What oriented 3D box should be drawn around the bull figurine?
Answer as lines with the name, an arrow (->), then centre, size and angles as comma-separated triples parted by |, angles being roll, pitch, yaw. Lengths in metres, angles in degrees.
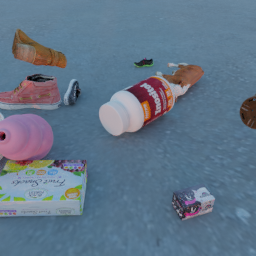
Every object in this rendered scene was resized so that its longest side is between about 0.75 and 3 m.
bull figurine -> 2.030, -1.993, 11.644 | 1.662, 0.892, 2.738 | 26, 41, 33

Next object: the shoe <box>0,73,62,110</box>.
shoe -> -3.837, -1.399, 10.465 | 2.630, 1.196, 0.940 | 2, 34, 4

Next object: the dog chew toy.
dog chew toy -> -2.791, 0.255, 7.288 | 1.358, 1.358, 2.181 | 1, -3, 1

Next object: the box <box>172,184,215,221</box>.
box -> 1.498, 1.697, 6.460 | 0.812, 0.466, 0.537 | -11, 35, -16

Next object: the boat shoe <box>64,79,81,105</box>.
boat shoe -> -2.100, -1.443, 11.138 | 0.524, 0.554, 1.545 | 2, 36, 4

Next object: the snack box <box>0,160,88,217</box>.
snack box -> -2.086, 1.415, 6.812 | 2.055, 0.544, 1.461 | -1, 34, -2

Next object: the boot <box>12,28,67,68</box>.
boot -> -2.839, -2.521, 8.988 | 1.544, 0.763, 1.988 | 7, 24, -30

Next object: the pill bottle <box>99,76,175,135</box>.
pill bottle -> 0.315, -0.728, 9.281 | 1.396, 1.396, 2.471 | 28, 43, 35

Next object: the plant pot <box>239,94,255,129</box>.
plant pot -> 2.519, -0.329, 5.183 | 0.792, 0.800, 0.800 | -16, 35, -43

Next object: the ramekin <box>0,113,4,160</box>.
ramekin -> -4.425, 0.384, 7.907 | 2.025, 1.063, 2.025 | 0, 33, 0

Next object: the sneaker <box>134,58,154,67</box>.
sneaker -> 0.773, -3.307, 14.042 | 1.034, 0.433, 0.397 | -10, 35, -14
